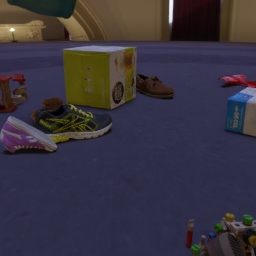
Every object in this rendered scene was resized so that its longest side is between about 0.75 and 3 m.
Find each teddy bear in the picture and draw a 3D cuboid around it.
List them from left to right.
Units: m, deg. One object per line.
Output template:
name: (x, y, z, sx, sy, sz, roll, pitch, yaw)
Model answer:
teddy bear: (-2.086, -0.305, 8.081, 1.239, 0.571, 1.709, -20, 35, -27)

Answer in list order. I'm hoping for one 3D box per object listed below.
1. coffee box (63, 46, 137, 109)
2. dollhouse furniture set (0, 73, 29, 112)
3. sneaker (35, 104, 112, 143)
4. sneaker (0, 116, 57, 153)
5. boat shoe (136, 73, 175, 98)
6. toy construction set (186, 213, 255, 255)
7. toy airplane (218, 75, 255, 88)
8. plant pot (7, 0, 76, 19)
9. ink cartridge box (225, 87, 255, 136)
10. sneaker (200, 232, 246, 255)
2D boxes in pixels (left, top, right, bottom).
coffee box: (-0.970, -1.927, 10.195, 1.943, 1.940, 1.922, 11, 23, 26)
dollhouse furniture set: (-4.289, -1.377, 9.919, 0.855, 1.132, 2.103, -1, 21, -3)
sneaker: (-1.333, -0.201, 7.137, 2.105, 0.891, 0.784, -13, 25, -31)
sneaker: (-2.301, 0.341, 6.406, 1.250, 0.713, 0.453, 31, 4, -7)
boat shoe: (0.960, -1.752, 11.431, 0.794, 0.751, 2.208, -18, 27, -40)
toy construction set: (1.209, 1.288, 3.449, 0.933, 0.717, 0.779, 5, 21, 14)
toy airplane: (5.272, -2.194, 13.120, 2.118, 0.390, 2.118, 2, 19, -1)
plant pot: (-2.251, -3.579, 6.968, 1.487, 1.583, 1.583, -11, 23, -30)
ink cartridge box: (4.007, -0.349, 7.405, 2.289, 0.965, 1.671, 17, 26, 37)
sneaker: (1.083, 1.719, 2.854, 0.431, 0.462, 1.224, 34, 30, -23)
